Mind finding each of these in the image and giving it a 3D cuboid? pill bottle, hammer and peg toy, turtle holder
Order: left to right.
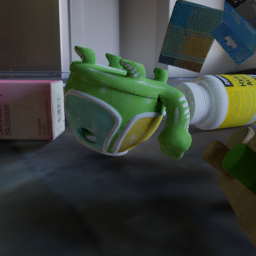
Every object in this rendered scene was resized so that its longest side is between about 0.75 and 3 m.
[{"bbox_3d":[-0.030,-0.376,5.119,2.361,1.676,1.794,16,14,-1],"label":"turtle holder"},{"bbox_3d":[2.386,-0.680,7.323,2.522,1.404,1.404,-7,14,-27],"label":"pill bottle"},{"bbox_3d":[1.722,-0.018,2.743,0.999,2.084,2.834,38,14,-3],"label":"hammer and peg toy"}]

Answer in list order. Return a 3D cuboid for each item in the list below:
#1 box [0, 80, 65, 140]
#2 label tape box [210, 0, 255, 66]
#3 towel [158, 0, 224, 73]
[{"bbox_3d":[-2.593,-0.457,6.513,2.015,1.288,1.098,0,12,0],"label":"box"},{"bbox_3d":[3.379,-3.007,7.336,0.727,2.296,1.655,30,29,-48],"label":"label tape box"},{"bbox_3d":[2.202,-3.235,10.049,1.741,2.374,0.258,15,39,0],"label":"towel"}]
